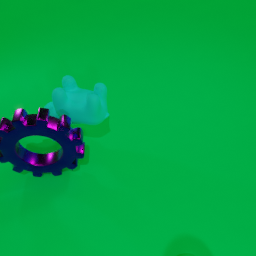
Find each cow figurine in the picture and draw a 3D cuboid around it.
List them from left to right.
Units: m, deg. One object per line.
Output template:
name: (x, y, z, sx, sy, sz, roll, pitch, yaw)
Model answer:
cow figurine: (-1.255, -0.346, 6.539, 1.723, 1.695, 0.946, 13, 47, 10)

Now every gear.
gear: (-1.801, 0.358, 5.759, 1.787, 1.787, 0.330, -3, 46, -3)
